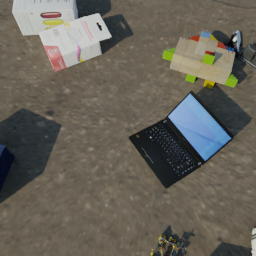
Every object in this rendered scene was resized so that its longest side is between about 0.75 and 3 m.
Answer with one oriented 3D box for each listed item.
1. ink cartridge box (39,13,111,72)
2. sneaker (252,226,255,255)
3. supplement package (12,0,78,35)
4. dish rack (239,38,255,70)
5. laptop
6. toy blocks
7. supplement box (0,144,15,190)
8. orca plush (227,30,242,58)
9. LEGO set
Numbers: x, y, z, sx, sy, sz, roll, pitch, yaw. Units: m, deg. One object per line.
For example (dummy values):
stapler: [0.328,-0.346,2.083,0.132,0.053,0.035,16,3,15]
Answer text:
ink cartridge box: [-1.931,-3.272,10.618,2.410,0.813,1.404,-22,68,-8]
sneaker: [4.790,3.167,7.695,2.709,1.025,1.187,0,66,-1]
supplement package: [-3.141,-4.542,10.928,2.204,1.253,1.207,-4,65,-1]
dish rack: [5.832,-3.109,10.637,2.076,0.738,2.707,40,70,14]
laptop: [1.595,0.307,8.753,2.344,1.210,2.077,-26,64,-23]
toy blocks: [2.798,-2.732,10.283,2.704,1.351,1.848,19,56,8]
supplement box: [-4.715,1.253,8.310,1.813,1.219,1.815,16,67,0]
orca plush: [4.133,-3.256,10.941,0.633,0.428,1.204,16,68,-42]
LEGO set: [1.039,3.508,7.761,0.816,0.615,1.062,32,70,13]
